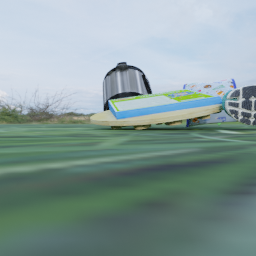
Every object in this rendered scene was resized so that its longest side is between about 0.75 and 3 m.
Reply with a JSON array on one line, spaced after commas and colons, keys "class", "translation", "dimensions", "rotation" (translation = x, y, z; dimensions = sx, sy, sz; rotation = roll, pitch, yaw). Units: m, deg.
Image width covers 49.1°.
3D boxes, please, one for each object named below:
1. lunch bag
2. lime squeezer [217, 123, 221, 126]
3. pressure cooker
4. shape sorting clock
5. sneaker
[{"class": "lunch bag", "translation": [2.334, -0.822, 7.985], "dimensions": [1.494, 1.088, 1.757], "rotation": [-6, 30, 15]}, {"class": "lime squeezer", "translation": [3.384, -0.411, 11.583], "dimensions": [0.888, 0.474, 2.514], "rotation": [-15, 5, -13]}, {"class": "pressure cooker", "translation": [-0.073, -1.267, 9.914], "dimensions": [1.749, 1.958, 1.722], "rotation": [21, -45, -30]}, {"class": "shape sorting clock", "translation": [0.649, -0.354, 5.962], "dimensions": [2.891, 0.567, 2.891], "rotation": [-7, 14, 2]}, {"class": "sneaker", "translation": [2.282, -0.467, 5.172], "dimensions": [1.822, 0.706, 0.726], "rotation": [-7, 15, -37]}]
